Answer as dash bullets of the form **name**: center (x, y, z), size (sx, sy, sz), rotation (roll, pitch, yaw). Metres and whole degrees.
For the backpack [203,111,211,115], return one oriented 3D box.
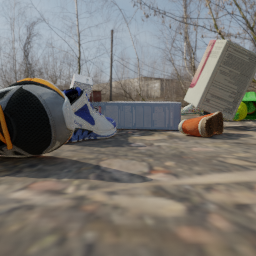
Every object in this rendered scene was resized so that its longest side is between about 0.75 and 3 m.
- **backpack**: center (3.827, -0.681, 12.272), size (0.893, 0.685, 0.785), rotation (-15, 13, -31)

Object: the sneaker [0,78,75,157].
- **sneaker**: center (-1.966, -0.012, 3.761), size (2.761, 1.081, 1.066), rotation (-3, 14, 24)

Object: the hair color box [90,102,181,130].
- **hair color box**: center (0.259, -0.400, 8.501), size (2.656, 0.805, 1.315), rotation (2, 5, 11)

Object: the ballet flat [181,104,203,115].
- **ballet flat**: center (4.120, -1.132, 17.200), size (2.259, 0.722, 0.854), rotation (0, 3, 4)

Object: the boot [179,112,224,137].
- **boot**: center (1.835, -0.093, 6.840), size (0.784, 0.549, 1.463), rotation (-3, 3, 40)

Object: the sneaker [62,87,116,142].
- **sneaker**: center (-0.924, -0.312, 5.967), size (0.760, 1.087, 1.882), rotation (5, 7, 33)

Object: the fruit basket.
- **fruit basket**: center (4.852, -0.783, 12.394), size (1.910, 1.378, 1.910), rotation (-11, 45, 11)

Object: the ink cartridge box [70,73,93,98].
- **ink cartridge box**: center (-1.452, -0.808, 7.998), size (0.542, 1.301, 0.945), rotation (14, 20, -17)

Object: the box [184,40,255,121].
- **box**: center (2.926, -1.517, 8.800), size (1.364, 2.133, 1.162), rotation (19, 13, -16)
